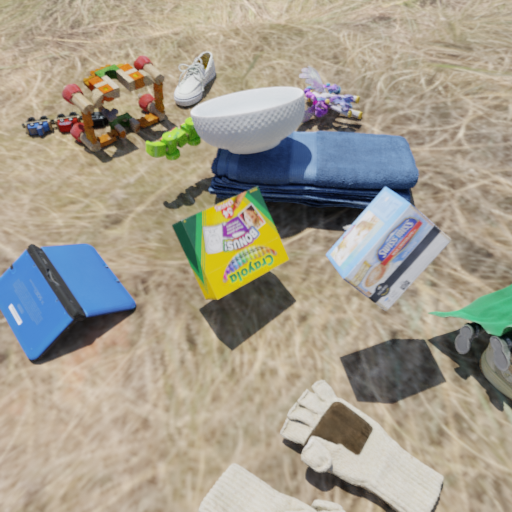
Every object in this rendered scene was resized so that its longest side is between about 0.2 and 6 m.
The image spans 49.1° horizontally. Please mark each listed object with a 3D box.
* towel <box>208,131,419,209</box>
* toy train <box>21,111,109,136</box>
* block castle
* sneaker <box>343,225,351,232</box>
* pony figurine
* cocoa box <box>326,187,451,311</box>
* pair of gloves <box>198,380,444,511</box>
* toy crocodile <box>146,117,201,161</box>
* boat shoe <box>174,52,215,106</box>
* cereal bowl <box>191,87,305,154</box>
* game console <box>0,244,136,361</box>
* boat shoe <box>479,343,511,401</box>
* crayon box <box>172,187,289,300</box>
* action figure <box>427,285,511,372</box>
[{"bbox_3d":[1.090,-1.722,10.939,3.814,0.926,2.129,4,37,5],"label":"towel"},{"bbox_3d":[-4.258,-2.979,12.585,1.917,0.327,0.439,-10,61,-10],"label":"toy train"},{"bbox_3d":[-3.066,-3.364,12.185,2.142,1.431,1.005,-33,62,-26],"label":"block castle"},{"bbox_3d":[2.207,-0.117,9.727,1.819,1.051,0.735,-10,1,-45],"label":"sneaker"},{"bbox_3d":[1.545,-3.503,12.642,1.506,1.254,1.454,22,19,23],"label":"pony figurine"},{"bbox_3d":[1.654,-0.105,7.172,0.809,1.232,0.822,36,12,-22],"label":"cocoa box"},{"bbox_3d":[0.870,2.915,6.922,2.214,0.456,2.604,35,49,26],"label":"pair of gloves"},{"bbox_3d":[-1.435,-2.248,10.555,0.447,0.489,1.448,34,58,28],"label":"toy crocodile"},{"bbox_3d":[-1.466,-4.391,13.514,0.688,0.794,1.864,17,50,14],"label":"boat shoe"},{"bbox_3d":[-0.104,-2.366,9.982,2.012,0.838,2.012,-8,27,4],"label":"cereal bowl"},{"bbox_3d":[-3.220,0.701,9.335,1.568,1.087,1.837,-47,57,2],"label":"game console"},{"bbox_3d":[4.310,1.987,7.730,0.909,0.818,2.520,-31,55,-25],"label":"boat shoe"},{"bbox_3d":[-0.360,-0.201,8.567,1.470,0.428,1.268,-28,97,-31],"label":"crayon box"},{"bbox_3d":[4.447,0.857,8.552,3.175,0.868,1.876,-15,22,-28],"label":"action figure"}]
